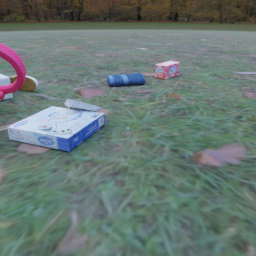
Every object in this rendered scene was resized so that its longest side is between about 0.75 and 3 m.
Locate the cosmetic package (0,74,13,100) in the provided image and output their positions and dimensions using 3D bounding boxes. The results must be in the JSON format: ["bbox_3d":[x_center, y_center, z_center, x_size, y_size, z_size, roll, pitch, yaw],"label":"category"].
[{"bbox_3d":[-5.115,-1.537,9.945,1.101,0.773,2.170,-20,30,-39],"label":"cosmetic package"}]

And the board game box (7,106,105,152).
[{"bbox_3d":[-1.698,-0.053,6.945,1.694,0.369,1.703,10,25,22],"label":"board game box"}]

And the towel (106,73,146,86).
[{"bbox_3d":[-0.086,-2.003,11.578,1.542,0.374,0.861,-5,24,-12],"label":"towel"}]

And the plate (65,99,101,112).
[{"bbox_3d":[-1.253,-0.560,7.627,0.911,0.148,0.913,14,-7,-16],"label":"plate"}]

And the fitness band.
[{"bbox_3d":[-4.158,-1.691,7.897,2.432,1.747,0.455,9,40,-11],"label":"fitness band"}]

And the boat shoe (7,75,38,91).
[{"bbox_3d":[-4.063,-1.816,10.827,1.736,0.615,0.602,11,25,26],"label":"boat shoe"}]

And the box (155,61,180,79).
[{"bbox_3d":[1.814,-2.666,12.824,0.583,0.632,1.232,17,28,35],"label":"box"}]
